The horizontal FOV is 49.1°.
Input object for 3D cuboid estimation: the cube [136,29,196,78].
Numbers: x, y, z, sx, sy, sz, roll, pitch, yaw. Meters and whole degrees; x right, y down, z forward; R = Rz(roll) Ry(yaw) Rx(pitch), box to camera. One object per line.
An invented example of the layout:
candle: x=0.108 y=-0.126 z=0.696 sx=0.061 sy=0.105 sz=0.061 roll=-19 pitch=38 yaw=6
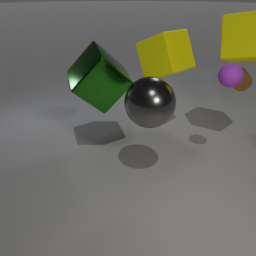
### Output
cube: x=1.371 y=-2.643 z=10.191 sx=1.400 sy=1.400 sz=1.400 roll=-24 pitch=12 yaw=-41

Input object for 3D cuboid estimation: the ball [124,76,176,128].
ball: x=0.598 y=-0.692 z=7.592 sx=1.400 sy=1.400 sz=1.400 roll=0 pitch=28 yaw=0

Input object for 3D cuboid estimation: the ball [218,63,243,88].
ball: x=3.000 y=-1.539 z=8.195 sx=0.700 sy=0.700 sz=0.700 roll=0 pitch=28 yaw=0

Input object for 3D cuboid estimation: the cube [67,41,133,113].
cube: x=-0.928 y=-1.617 z=8.966 sx=1.400 sy=1.400 sz=1.400 roll=34 pitch=20 yaw=-36

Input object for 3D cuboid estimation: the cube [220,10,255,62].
cube: x=3.964 y=-2.937 z=9.180 sx=1.400 sy=1.400 sz=1.400 roll=7 pitch=11 yaw=35

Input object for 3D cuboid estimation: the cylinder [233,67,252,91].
cylinder: x=4.204 y=-1.841 z=10.520 sx=0.700 sy=0.700 sz=0.700 roll=1 pitch=35 yaw=2
